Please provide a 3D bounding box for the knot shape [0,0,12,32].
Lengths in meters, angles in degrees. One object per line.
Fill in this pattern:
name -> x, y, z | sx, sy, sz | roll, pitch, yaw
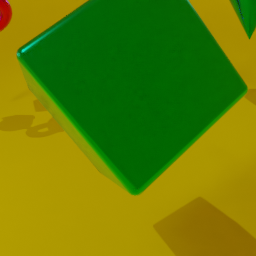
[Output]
knot shape -> -2.980, -2.186, 5.319 | 0.761, 1.648, 1.542 | 23, 21, 34

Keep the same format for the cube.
cube -> -0.031, -0.309, 2.116 | 1.045, 1.045, 1.045 | -41, 10, -13

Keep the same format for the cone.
cone -> 2.865, -2.694, 6.553 | 1.196, 1.201, 1.196 | -3, 12, 1
